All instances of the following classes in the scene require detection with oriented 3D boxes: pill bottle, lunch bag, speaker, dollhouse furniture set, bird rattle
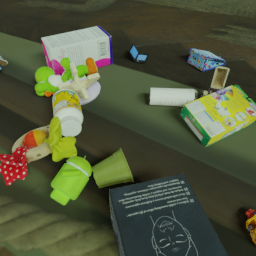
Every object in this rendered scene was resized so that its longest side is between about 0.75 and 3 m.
[{"bbox_3d":[-2.214,-0.549,10.313,1.033,1.033,1.832,-10,42,-11],"label":"pill bottle"},{"bbox_3d":[4.005,-3.475,13.972,1.628,0.766,1.225,-13,40,-28],"label":"lunch bag"},{"bbox_3d":[1.746,-1.245,11.314,1.791,0.727,0.727,2,41,3],"label":"speaker"},{"bbox_3d":[3.141,-1.486,10.898,1.384,1.746,1.239,12,47,10],"label":"dollhouse furniture set"},{"bbox_3d":[-2.982,0.683,9.101,2.512,1.415,2.048,-31,30,-6],"label":"bird rattle"}]

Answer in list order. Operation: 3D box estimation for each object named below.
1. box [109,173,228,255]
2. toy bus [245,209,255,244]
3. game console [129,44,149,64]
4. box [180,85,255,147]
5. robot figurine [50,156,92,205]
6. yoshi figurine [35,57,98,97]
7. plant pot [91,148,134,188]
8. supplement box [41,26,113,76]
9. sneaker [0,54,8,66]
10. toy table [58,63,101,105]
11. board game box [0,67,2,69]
[{"bbox_3d":[0.817,2.643,6.361,1.989,1.435,2.680,-10,42,-11],"label":"box"},{"bbox_3d":[3.369,2.509,7.227,0.896,0.608,0.860,-27,35,-24],"label":"toy bus"},{"bbox_3d":[0.568,-3.811,14.358,0.898,0.594,1.021,10,43,11],"label":"game console"},{"bbox_3d":[3.502,-0.567,10.324,2.789,0.675,1.636,-22,63,-21],"label":"box"},{"bbox_3d":[-1.606,1.452,8.012,0.841,1.275,1.454,33,69,-2],"label":"robot figurine"},{"bbox_3d":[-2.826,-2.341,12.157,2.742,1.541,1.535,-25,33,-22],"label":"yoshi figurine"},{"bbox_3d":[-0.507,1.283,8.352,1.039,1.094,1.094,-21,44,-5],"label":"plant pot"},{"bbox_3d":[-2.414,-3.707,13.541,2.989,1.513,1.545,-20,45,-21],"label":"supplement box"},{"bbox_3d":[-6.373,-3.446,14.139,0.960,0.337,0.521,11,44,16],"label":"sneaker"},{"bbox_3d":[-1.941,-1.672,11.212,1.796,1.052,1.651,-32,78,-21],"label":"toy table"},{"bbox_3d":[-6.874,-2.965,13.451,1.049,0.267,1.549,-38,53,-17],"label":"board game box"}]
